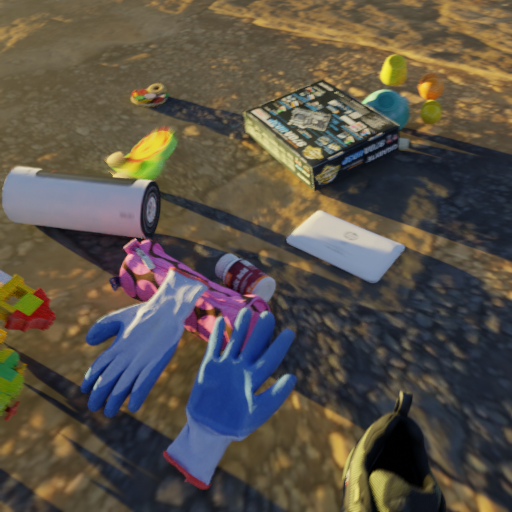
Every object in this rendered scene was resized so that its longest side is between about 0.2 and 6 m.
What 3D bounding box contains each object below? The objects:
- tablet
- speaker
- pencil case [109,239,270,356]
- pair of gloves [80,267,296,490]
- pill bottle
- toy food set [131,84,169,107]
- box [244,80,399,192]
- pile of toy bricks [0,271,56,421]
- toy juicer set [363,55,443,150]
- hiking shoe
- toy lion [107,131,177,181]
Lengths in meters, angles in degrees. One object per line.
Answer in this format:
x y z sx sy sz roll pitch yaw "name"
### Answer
1.578 -0.214 9.936 1.803 0.123 1.173 27 48 27 "tablet"
-3.125 -0.957 10.082 2.610 1.060 1.060 7 42 9 "speaker"
-0.935 0.597 8.253 2.390 1.120 1.085 24 51 24 "pencil case"
-0.966 1.384 7.226 2.821 0.321 2.268 28 75 23 "pair of gloves"
-0.191 0.368 8.951 0.926 0.528 0.528 33 51 32 "pill bottle"
-2.696 -4.064 14.226 0.943 0.229 0.934 -12 43 -14 "toy food set"
1.362 -2.732 12.185 2.218 0.642 2.790 -27 47 -17 "box"
-3.646 1.557 7.213 1.421 1.596 2.878 32 26 -6 "pile of toy bricks"
3.255 -3.223 12.949 1.803 0.771 2.834 27 73 17 "toy juicer set"
1.213 2.838 5.388 1.146 1.524 3.027 5 42 6 "hiking shoe"
-2.193 -1.884 11.018 1.415 0.507 1.477 -30 37 4 "toy lion"
